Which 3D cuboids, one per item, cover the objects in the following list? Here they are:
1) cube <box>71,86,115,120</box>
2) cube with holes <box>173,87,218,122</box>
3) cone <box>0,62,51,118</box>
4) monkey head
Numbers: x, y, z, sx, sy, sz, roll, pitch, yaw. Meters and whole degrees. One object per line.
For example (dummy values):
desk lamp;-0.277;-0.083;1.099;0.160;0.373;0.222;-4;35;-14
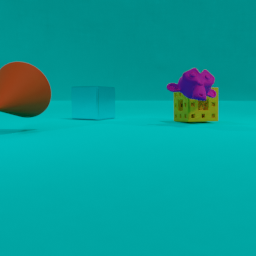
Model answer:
cube;-1.323;-0.972;10.841;1.235;1.235;1.235;3;7;29
cube with holes;2.233;-0.762;9.326;1.075;1.075;1.075;-2;3;-15
cone;-2.651;-0.649;6.303;1.430;1.430;1.435;0;23;4
monkey head;1.933;-1.107;8.050;1.540;1.108;0.928;8;-28;-5
